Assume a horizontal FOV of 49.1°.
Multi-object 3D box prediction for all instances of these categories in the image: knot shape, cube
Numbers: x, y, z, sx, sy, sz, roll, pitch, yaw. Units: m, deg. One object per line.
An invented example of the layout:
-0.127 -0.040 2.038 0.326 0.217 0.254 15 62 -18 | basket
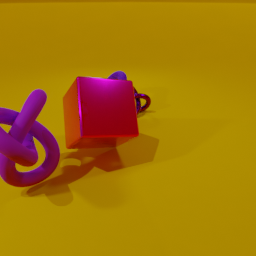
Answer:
-1.884 0.295 5.191 0.863 1.747 1.867 -4 25 8 | knot shape
-0.660 -0.284 6.313 1.287 1.287 1.287 0 -14 -27 | cube
0.248 -0.793 8.688 0.985 1.052 0.486 8 1 -25 | knot shape

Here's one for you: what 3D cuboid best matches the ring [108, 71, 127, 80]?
-0.567 -1.199 9.024 0.293 1.465 1.465 33 12 -28 | ring
